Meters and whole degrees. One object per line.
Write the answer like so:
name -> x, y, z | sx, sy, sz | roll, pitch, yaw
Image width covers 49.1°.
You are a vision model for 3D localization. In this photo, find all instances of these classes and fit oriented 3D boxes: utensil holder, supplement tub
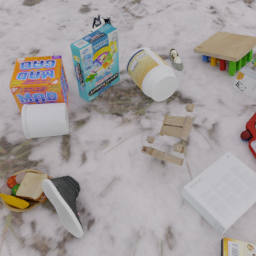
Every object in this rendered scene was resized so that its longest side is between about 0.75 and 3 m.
utensil holder -> -3.131, -0.309, 10.775 | 1.551, 1.318, 1.318 | -5, 50, -8
supplement tub -> 1.039, -2.340, 12.262 | 1.570, 1.570, 2.175 | -23, 54, -18

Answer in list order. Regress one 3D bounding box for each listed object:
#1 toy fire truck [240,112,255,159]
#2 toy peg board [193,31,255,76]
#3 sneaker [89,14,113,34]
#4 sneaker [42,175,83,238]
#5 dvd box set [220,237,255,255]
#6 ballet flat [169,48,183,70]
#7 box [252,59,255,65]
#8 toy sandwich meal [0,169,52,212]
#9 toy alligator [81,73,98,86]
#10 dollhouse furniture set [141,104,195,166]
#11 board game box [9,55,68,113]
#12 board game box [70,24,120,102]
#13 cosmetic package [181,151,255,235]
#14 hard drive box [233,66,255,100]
toy fire truck -> 5.450, 0.286, 10.328 | 2.166, 1.446, 2.579 | -25, 54, 7
toy peg board -> 4.882, -3.667, 13.876 | 2.334, 1.141, 2.324 | -37, 44, -28
sneaker -> -1.685, -4.897, 14.349 | 2.511, 1.634, 1.002 | -34, 57, -25
sneaker -> -1.768, 2.361, 8.906 | 1.033, 0.736, 2.082 | -20, 68, -49
dvd box set -> 3.670, 4.054, 7.775 | 2.122, 0.312, 1.553 | 9, 51, 7
ballet flat -> 2.378, -3.448, 13.915 | 0.478, 0.452, 1.418 | -11, 51, -9
box -> 6.864, -3.103, 13.721 | 0.793, 0.327, 1.351 | -27, 54, -21
toy sandwich meal -> -3.410, 1.983, 9.304 | 1.746, 0.598, 1.746 | 0, 50, 0
toy alligator -> -1.546, -1.931, 10.959 | 0.801, 0.238, 0.217 | -39, 46, -9
dollhouse furniture set -> 1.577, 0.188, 9.722 | 1.696, 0.971, 1.989 | 12, 81, 53
board game box -> -3.538, -1.671, 11.539 | 1.819, 1.820, 1.819 | -4, 50, -3
board game box -> -1.273, -2.682, 11.827 | 0.629, 2.681, 2.024 | 35, 59, 26
cosmetic package -> 3.216, 2.050, 9.245 | 2.343, 0.605, 1.767 | -31, 59, -23
hard drive box -> 5.427, -1.956, 12.320 | 0.493, 1.000, 1.284 | -37, 59, -26
